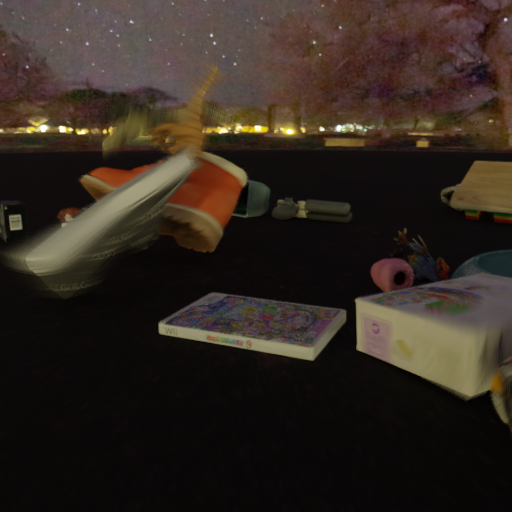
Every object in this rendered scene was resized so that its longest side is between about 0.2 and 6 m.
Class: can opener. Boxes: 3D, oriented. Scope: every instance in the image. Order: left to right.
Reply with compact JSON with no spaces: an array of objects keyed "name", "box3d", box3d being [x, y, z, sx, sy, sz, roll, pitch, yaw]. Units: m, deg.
[{"name":"can opener","box3d":[1.274,-0.979,13.163,1.879,0.501,0.628,8,48,29]}]

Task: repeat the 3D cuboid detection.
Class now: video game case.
[{"name":"video game case","box3d":[-0.006,0.735,6.252,1.754,0.158,1.256,5,15,23]}]

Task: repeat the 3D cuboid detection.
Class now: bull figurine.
[{"name":"bull figurine","box3d":[-3.950,-0.853,12.418,0.775,0.416,1.276,-8,16,-37]}]

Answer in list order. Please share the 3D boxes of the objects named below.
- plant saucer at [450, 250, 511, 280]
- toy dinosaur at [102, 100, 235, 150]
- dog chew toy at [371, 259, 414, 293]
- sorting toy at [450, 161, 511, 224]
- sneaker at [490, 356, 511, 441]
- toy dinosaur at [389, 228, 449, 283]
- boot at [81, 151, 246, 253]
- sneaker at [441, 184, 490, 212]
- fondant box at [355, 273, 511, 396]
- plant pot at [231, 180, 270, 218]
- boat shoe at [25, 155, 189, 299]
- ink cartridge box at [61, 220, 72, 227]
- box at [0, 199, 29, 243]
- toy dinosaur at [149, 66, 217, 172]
[{"name":"plant saucer","box3d":[4.078,0.324,7.546,2.786,0.382,2.786,-1,13,0]},{"name":"toy dinosaur","box3d":[-2.018,-2.635,10.920,2.934,0.696,1.293,-4,1,23]},{"name":"dog chew toy","box3d":[1.816,0.259,7.664,0.493,0.493,0.792,-2,6,-10]},{"name":"sorting toy","box3d":[5.776,-1.487,13.274,1.709,0.595,1.699,11,50,40]},{"name":"sneaker","box3d":[1.982,1.103,3.511,0.980,0.929,2.386,-6,4,30]},{"name":"toy dinosaur","box3d":[2.500,0.073,8.248,1.318,0.692,1.196,3,27,-37]},{"name":"boot","box3d":[-1.688,-1.249,10.206,3.154,1.691,1.184,18,-24,25]},{"name":"sneaker","box3d":[5.538,-1.467,14.557,0.794,0.732,1.801,-12,12,-24]},{"name":"fondant box","box3d":[2.177,0.661,5.492,1.969,0.573,1.420,-7,11,-30]},{"name":"plant pot","box3d":[-0.168,-1.444,14.021,0.920,0.904,0.901,-2,11,-45]},{"name":"boat shoe","box3d":[-1.763,-0.389,7.468,2.548,0.844,0.891,-43,23,-28]},{"name":"ink cartridge box","box3d":[-3.092,-0.373,10.101,0.546,0.532,0.849,2,13,10]},{"name":"box","box3d":[-4.819,-0.710,11.058,0.446,0.747,0.760,-9,16,-32]},{"name":"toy dinosaur","box3d":[-1.211,-2.245,9.892,1.156,2.177,0.658,-5,-27,11]}]
